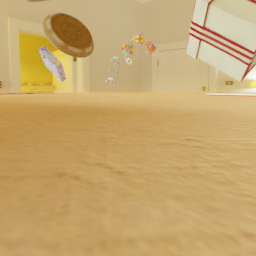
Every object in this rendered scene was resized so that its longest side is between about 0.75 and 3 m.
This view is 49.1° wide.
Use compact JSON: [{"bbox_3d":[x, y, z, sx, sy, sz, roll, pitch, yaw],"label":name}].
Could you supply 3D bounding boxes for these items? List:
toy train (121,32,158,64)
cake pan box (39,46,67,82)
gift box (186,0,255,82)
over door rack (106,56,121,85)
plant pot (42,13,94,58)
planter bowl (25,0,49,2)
[{"bbox_3d":[0.439,-3.432,12.044,1.525,1.145,0.424,-25,5,15],"label":"toy train"},{"bbox_3d":[-2.532,-2.138,9.483,0.270,0.951,1.032,-39,-16,-16],"label":"cake pan box"},{"bbox_3d":[1.008,-0.994,2.633,0.730,0.722,0.782,36,62,21],"label":"gift box"},{"bbox_3d":[-0.514,-1.923,9.395,0.353,0.783,1.060,13,0,1],"label":"over door rack"},{"bbox_3d":[-2.176,-3.609,10.647,2.128,2.128,0.292,-8,-24,-43],"label":"plant pot"},{"bbox_3d":[-2.356,-4.050,7.445,1.722,1.159,1.722,-10,18,3],"label":"planter bowl"}]
